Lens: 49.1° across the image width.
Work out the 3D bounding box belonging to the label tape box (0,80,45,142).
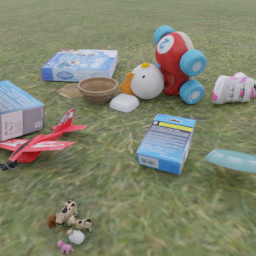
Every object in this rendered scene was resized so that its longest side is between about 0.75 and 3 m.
[{"bbox_3d":[-4.297,-0.429,8.118,2.128,0.934,2.951,30,32,30],"label":"label tape box"}]

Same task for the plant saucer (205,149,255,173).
[{"bbox_3d":[2.488,0.720,6.460,1.359,0.244,1.359,8,6,-1],"label":"plant saucer"}]

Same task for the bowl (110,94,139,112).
[{"bbox_3d":[-0.135,-0.950,10.167,0.901,0.337,0.902,18,37,28],"label":"bowl"}]

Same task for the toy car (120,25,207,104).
[{"bbox_3d":[0.993,-2.038,10.293,2.759,2.441,2.543,-21,46,-10],"label":"toy car"}]

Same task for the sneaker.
[{"bbox_3d":[4.032,-1.429,10.311,2.438,0.992,1.075,-24,37,-33],"label":"sneaker"}]

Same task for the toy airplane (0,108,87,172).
[{"bbox_3d":[-2.346,0.319,7.826,2.956,0.544,2.956,-13,25,6],"label":"toy airplane"}]

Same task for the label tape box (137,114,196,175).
[{"bbox_3d":[1.039,0.361,7.320,1.126,0.519,1.571,12,45,21],"label":"label tape box"}]

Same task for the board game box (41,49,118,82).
[{"bbox_3d":[-2.116,-2.991,13.178,2.947,0.642,2.962,4,32,4],"label":"board game box"}]

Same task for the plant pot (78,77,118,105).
[{"bbox_3d":[-1.106,-1.334,10.447,1.479,0.683,1.479,1,31,-1],"label":"plant pot"}]

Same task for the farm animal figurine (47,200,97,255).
[{"bbox_3d":[-1.146,1.848,5.449,0.767,0.478,0.950,-23,38,-32],"label":"farm animal figurine"}]
